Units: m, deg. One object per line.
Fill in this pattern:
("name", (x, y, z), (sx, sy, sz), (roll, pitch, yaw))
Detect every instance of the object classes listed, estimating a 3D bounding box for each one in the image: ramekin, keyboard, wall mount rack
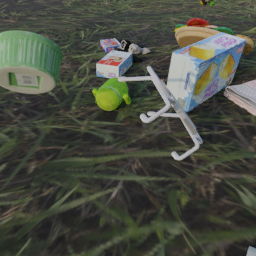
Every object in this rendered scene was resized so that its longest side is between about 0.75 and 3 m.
("ramekin", (-2.163, -1.311, 5.971), (1.492, 1.492, 0.729), (-1, 73, -2))
("keyboard", (-0.130, -3.172, 12.322), (0.860, 0.327, 1.652), (5, 25, -37))
("wall mount rack", (0.771, -0.473, 6.949), (0.969, 2.598, 2.258), (-35, 36, 11))

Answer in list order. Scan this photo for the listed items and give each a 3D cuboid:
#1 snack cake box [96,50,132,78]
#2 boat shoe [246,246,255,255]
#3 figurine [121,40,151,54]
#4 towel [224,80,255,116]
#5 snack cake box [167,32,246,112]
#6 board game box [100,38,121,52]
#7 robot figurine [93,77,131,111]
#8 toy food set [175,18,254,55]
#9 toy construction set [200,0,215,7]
("snack cake box", (-0.502, -2.505, 11.001), (0.914, 0.534, 1.590), (13, 37, 15))
("boat shoe", (1.633, 2.464, 3.493), (0.654, 0.775, 2.173), (15, 34, 27))
("figurine", (0.377, -3.615, 12.663), (1.031, 0.455, 1.056), (-5, 32, -37))
("towel", (4.817, -0.876, 8.716), (2.556, 0.431, 2.676), (-15, 38, -21))
("snack cake box", (2.505, -1.878, 9.051), (0.972, 1.663, 2.892), (32, 46, 31))
("board game box", (-0.819, -3.970, 13.400), (0.766, 0.255, 1.140), (-11, 36, -15))
("robot figurine", (-0.487, -1.053, 8.657), (1.191, 0.786, 1.358), (12, 36, 16))
("toy food set", (3.184, -3.415, 10.984), (2.783, 0.684, 2.812), (19, 1, -27))
("toy construction set", (1.877, -3.219, 6.263), (0.817, 0.979, 0.752), (-24, 80, 3))
